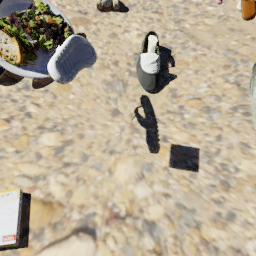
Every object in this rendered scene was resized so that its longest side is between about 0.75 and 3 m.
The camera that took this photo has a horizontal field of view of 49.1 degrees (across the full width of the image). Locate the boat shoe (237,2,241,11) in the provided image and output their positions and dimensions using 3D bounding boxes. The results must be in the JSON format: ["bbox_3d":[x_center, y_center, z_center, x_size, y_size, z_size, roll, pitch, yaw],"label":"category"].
[{"bbox_3d":[4.917,-4.917,10.933,1.292,0.448,0.458,-16,58,-10],"label":"boat shoe"}]

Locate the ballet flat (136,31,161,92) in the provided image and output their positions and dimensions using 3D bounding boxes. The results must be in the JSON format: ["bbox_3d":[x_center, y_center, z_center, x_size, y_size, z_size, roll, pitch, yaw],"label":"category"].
[{"bbox_3d":[0.677,-2.249,8.959,0.784,0.789,2.306,5,57,-5],"label":"ballet flat"}]

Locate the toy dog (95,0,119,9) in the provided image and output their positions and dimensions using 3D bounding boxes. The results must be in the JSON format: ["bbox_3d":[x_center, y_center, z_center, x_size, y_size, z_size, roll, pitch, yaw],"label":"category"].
[{"bbox_3d":[-0.893,-5.522,11.027,1.302,0.951,1.975,-21,59,-13],"label":"toy dog"}]

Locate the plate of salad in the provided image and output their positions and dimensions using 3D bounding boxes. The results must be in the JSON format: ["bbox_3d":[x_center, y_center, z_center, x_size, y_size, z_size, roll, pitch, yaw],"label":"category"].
[{"bbox_3d":[-2.991,-3.001,8.783,2.981,0.716,2.981,9,72,-28],"label":"plate of salad"}]

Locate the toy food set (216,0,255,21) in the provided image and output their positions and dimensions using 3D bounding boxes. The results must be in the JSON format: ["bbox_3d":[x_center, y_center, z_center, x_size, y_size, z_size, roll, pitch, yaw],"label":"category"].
[{"bbox_3d":[2.766,-3.142,5.985,2.688,1.709,0.423,49,30,1],"label":"toy food set"}]

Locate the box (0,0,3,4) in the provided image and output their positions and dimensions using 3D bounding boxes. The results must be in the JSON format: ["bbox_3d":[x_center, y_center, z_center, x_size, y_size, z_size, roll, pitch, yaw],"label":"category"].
[{"bbox_3d":[-2.424,-2.280,4.299,1.062,0.192,0.759,22,55,-13],"label":"box"}]

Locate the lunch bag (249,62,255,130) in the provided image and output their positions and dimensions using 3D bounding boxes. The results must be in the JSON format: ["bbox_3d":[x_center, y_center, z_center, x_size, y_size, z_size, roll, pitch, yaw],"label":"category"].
[{"bbox_3d":[4.457,-0.965,7.891,1.693,1.214,2.064,5,62,3],"label":"lunch bag"}]

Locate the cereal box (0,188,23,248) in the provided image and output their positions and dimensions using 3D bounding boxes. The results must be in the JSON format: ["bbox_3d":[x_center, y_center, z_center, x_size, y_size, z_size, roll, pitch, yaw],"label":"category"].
[{"bbox_3d":[-2.960,2.081,6.452,0.921,0.253,1.281,-6,57,-4],"label":"cereal box"}]

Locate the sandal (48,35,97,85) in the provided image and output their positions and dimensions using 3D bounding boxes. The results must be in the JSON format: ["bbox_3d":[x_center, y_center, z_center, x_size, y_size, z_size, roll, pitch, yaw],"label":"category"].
[{"bbox_3d":[-1.379,-1.638,6.633,0.523,0.867,2.130,-22,20,27],"label":"sandal"}]

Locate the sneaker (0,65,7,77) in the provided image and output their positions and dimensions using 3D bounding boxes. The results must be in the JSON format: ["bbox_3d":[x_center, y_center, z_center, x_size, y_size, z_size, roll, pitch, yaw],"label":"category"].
[{"bbox_3d":[-4.287,-2.890,9.287,1.488,0.972,2.661,22,60,13],"label":"sneaker"}]
